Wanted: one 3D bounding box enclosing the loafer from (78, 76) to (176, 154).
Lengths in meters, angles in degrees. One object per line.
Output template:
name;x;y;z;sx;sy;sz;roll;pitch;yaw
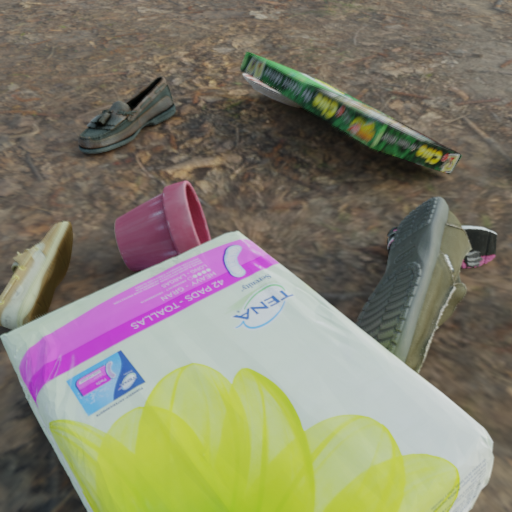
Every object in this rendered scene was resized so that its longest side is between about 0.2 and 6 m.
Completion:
loafer;-3.120;-3.412;13.337;1.095;0.959;3.049;16;40;27

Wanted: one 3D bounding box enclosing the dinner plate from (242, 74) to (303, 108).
dinner plate;0.553;-4.233;14.557;2.028;0.246;2.028;21;22;-9

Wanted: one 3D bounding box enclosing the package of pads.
package of pads;-0.239;1.758;6.153;3.446;1.521;4.461;-25;45;-28

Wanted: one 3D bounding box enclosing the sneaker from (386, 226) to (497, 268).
sneaker;3.124;-0.320;9.539;1.887;0.758;0.815;3;30;-3

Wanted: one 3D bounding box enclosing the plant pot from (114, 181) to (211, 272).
plant pot;-1.520;-0.359;9.150;1.300;1.452;1.452;-16;37;5

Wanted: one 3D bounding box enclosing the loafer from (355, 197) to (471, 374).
loafer;2.395;0.563;7.858;1.174;1.267;3.370;38;55;-9

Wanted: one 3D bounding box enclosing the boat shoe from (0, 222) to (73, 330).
boat shoe;-3.407;0.221;8.622;0.708;0.789;2.132;8;43;-1

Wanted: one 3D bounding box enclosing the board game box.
board game box;1.934;-3.325;12.639;2.658;0.595;5.074;5;28;-37
